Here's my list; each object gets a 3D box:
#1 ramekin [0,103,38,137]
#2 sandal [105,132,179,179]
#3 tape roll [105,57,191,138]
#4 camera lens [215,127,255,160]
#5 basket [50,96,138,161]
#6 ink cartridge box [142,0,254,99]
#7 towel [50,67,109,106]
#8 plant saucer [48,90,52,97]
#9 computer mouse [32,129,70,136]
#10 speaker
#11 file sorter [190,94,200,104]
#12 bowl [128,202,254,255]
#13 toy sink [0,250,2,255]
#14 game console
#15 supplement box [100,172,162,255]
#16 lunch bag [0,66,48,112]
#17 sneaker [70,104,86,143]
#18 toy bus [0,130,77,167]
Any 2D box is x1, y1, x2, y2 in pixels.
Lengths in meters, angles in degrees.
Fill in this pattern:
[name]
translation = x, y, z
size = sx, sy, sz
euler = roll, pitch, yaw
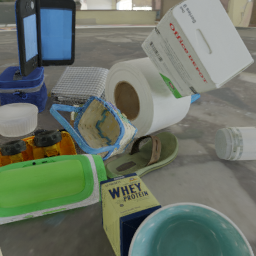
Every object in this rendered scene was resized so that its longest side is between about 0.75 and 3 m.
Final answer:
[ramekin]
translation = -4.238, -0.300, 10.610
size = 1.693, 0.789, 1.693
euler = 0, 26, 0
[sandal]
translation = 0.548, 0.724, 8.439
size = 1.170, 0.841, 2.946
euler = 22, 33, 37
[tape roll]
translation = 0.656, -1.178, 10.217
size = 1.869, 2.722, 2.722
euler = -20, 32, -36
[camera lens]
translation = 3.493, 0.482, 8.719
size = 1.286, 1.029, 1.029
euler = -1, 26, -3
[basket]
translation = -0.997, -0.026, 8.499
size = 2.026, 1.599, 2.298
euler = 45, 29, 25
[ink cartridge box]
translation = 1.657, -2.033, 7.514
size = 1.199, 2.082, 2.853
euler = -35, 7, -7
[towel]
translation = -2.080, -1.792, 12.887
size = 2.425, 1.038, 2.008
euler = 4, 51, 18
[plant saucer]
translation = -3.235, -1.909, 14.460
size = 1.344, 0.326, 1.344
euler = 11, 28, 20
[computer mouse]
translation = -2.569, 0.176, 9.337
size = 1.151, 0.377, 1.639
euler = -3, -8, -29
[speaker]
translation = -2.019, 1.399, 6.589
size = 2.927, 1.295, 1.295
euler = -8, 27, -16
[file sorter]
translation = 2.479, -2.067, 13.834
size = 1.893, 1.161, 1.314
euler = 18, 32, 31
[bowl]
translation = 1.019, 2.189, 4.666
size = 1.911, 1.911, 0.999
euler = 6, -9, 12
[toy sink]
translation = -3.440, 2.125, 5.205
size = 1.788, 1.165, 1.002
euler = 7, 27, 17
[game console]
translation = -3.159, -3.612, 11.127
size = 1.665, 2.814, 2.402
euler = 7, 30, 0
[supplement box]
translation = 0.032, 1.824, 5.699
size = 0.842, 1.255, 1.253
euler = -11, 28, -21
[lunch bag]
translation = -4.737, -1.858, 12.608
size = 1.880, 1.831, 2.767
euler = -5, 26, -10
[sneaker]
translation = -1.469, -0.329, 10.494
size = 1.214, 0.907, 2.704
euler = -8, 23, -5
[toy bus]
translation = -2.687, 0.777, 7.959
size = 2.051, 1.392, 1.969
euler = -16, 17, -23
